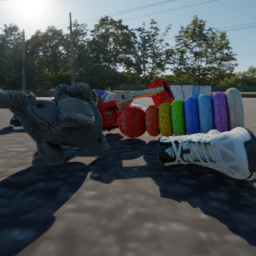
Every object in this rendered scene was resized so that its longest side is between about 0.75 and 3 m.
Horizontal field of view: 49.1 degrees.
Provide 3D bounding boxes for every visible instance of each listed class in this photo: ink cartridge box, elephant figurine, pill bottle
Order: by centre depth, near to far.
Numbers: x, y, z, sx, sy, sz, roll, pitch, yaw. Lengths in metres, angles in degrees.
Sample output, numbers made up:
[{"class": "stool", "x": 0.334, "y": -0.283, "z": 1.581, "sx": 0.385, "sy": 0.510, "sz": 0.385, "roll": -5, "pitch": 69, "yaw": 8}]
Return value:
[{"class": "elephant figurine", "x": -1.089, "y": -0.053, "z": 4.181, "sx": 1.307, "sy": 1.192, "sz": 1.685, "roll": 3, "pitch": 14, "yaw": 10}, {"class": "pill bottle", "x": -1.306, "y": -1.191, "z": 12.665, "sx": 1.718, "sy": 1.028, "sz": 1.028, "roll": 16, "pitch": 16, "yaw": 35}, {"class": "ink cartridge box", "x": 3.385, "y": -1.643, "z": 15.386, "sx": 1.861, "sy": 1.359, "sz": 1.365, "roll": 7, "pitch": 9, "yaw": 41}]

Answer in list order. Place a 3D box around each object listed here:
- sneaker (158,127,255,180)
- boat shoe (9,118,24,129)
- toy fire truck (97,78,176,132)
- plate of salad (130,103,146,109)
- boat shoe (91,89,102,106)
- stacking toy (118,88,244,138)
[{"class": "sneaker", "x": 0.938, "y": 0.384, "z": 3.691, "sx": 1.007, "sy": 0.661, "sz": 1.751, "roll": -9, "pitch": 0, "yaw": -2}, {"class": "boat shoe", "x": -3.325, "y": -0.212, "z": 8.478, "sx": 0.473, "sy": 0.378, "sz": 1.252, "roll": -5, "pitch": 9, "yaw": -32}, {"class": "toy fire truck", "x": -0.203, "y": -0.501, "z": 6.750, "sx": 2.488, "sy": 0.606, "sz": 1.755, "roll": -9, "pitch": -18, "yaw": -47}, {"class": "plate of salad", "x": 0.065, "y": -1.098, "z": 14.920, "sx": 1.851, "sy": 0.445, "sz": 1.851, "roll": 10, "pitch": 10, "yaw": -2}, {"class": "boat shoe", "x": -2.043, "y": -1.045, "z": 11.911, "sx": 2.922, "sy": 1.052, "sz": 0.987, "roll": -1, "pitch": -16, "yaw": 44}, {"class": "stacking toy", "x": 1.072, "y": -0.169, "z": 6.222, "sx": 2.706, "sy": 1.155, "sz": 1.155, "roll": -5, "pitch": 6, "yaw": 14}]
